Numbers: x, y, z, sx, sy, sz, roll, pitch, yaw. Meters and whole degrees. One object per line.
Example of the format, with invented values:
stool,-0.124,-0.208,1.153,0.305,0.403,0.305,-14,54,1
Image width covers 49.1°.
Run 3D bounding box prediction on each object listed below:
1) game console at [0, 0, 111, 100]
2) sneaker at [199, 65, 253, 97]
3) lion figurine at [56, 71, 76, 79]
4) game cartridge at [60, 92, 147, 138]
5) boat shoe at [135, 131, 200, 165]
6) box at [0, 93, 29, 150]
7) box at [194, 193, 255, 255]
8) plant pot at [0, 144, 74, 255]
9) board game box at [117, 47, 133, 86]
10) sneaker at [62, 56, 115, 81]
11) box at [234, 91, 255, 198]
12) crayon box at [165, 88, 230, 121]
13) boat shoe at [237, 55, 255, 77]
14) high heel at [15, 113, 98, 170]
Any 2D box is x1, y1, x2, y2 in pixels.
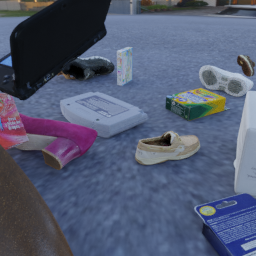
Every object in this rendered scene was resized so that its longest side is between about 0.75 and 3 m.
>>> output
game console,-1.479,-1.759,4.966,2.091,1.384,2.377,20,53,31
sneaker,4.096,-1.990,11.748,1.180,0.925,2.374,-15,39,-40
lion figurine,-2.929,-2.528,13.149,1.079,0.391,0.661,28,41,34
game cartridge,-0.942,-0.501,9.054,1.797,0.552,2.700,-18,32,-39
boat shoe,1.059,0.412,7.055,1.840,0.636,0.678,-13,29,-24
box,-3.596,0.126,5.745,1.371,1.265,2.672,-20,1,22
box,2.113,1.897,4.428,1.273,0.340,2.101,-9,30,-19
plant pot,-1.811,1.306,3.296,2.180,2.332,2.180,-3,28,1
board game box,-0.133,-2.725,12.348,0.254,1.483,0.997,14,29,24
sneaker,-1.882,-2.703,13.004,2.886,0.959,1.306,3,50,-30
box,3.684,0.388,6.074,2.397,1.567,2.385,10,28,18
crayon box,2.464,-0.895,9.798,1.969,0.508,1.238,-15,30,-28
boat shoe,3.680,-1.929,8.505,0.400,0.399,1.081,-3,43,1
high heel,-2.265,-0.040,7.420,2.923,0.984,1.402,22,44,29
